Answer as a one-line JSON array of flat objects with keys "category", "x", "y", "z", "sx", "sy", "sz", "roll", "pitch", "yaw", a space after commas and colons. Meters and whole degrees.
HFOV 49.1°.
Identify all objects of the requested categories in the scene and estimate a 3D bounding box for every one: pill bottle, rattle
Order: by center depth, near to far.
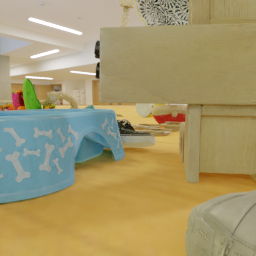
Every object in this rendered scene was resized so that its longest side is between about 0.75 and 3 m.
[{"category": "rattle", "x": -1.951, "y": -0.444, "z": 9.500, "sx": 1.836, "sy": 1.195, "sz": 1.311, "roll": 26, "pitch": 7, "yaw": -22}, {"category": "pill bottle", "x": 1.224, "y": -1.019, "z": 13.660, "sx": 0.931, "sy": 0.931, "sz": 1.704, "roll": 5, "pitch": 8, "yaw": 42}]

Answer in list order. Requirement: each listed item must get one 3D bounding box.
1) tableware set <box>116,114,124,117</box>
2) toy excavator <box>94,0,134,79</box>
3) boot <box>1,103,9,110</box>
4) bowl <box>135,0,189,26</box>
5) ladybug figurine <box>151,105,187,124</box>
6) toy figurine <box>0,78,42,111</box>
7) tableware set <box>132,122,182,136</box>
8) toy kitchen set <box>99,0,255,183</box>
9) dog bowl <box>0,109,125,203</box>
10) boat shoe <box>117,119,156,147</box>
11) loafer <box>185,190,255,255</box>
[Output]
[{"category": "tableware set", "x": -0.708, "y": -0.628, "z": 13.927, "sx": 0.853, "sy": 0.119, "sz": 1.022, "roll": -1, "pitch": 5, "yaw": -24}, {"category": "toy excavator", "x": -0.198, "y": -1.998, "z": 6.325, "sx": 0.793, "sy": 1.544, "sz": 1.588, "roll": 8, "pitch": 41, "yaw": 4}, {"category": "boot", "x": -5.107, "y": -0.561, "z": 10.109, "sx": 2.610, "sy": 0.904, "sz": 2.272, "roll": 10, "pitch": 6, "yaw": 23}, {"category": "bowl", "x": 1.326, "y": -2.622, "z": 4.994, "sx": 2.374, "sy": 2.374, "sz": 1.114, "roll": 1, "pitch": 26, "yaw": 10}, {"category": "ladybug figurine", "x": 1.318, "y": -0.389, "z": 8.610, "sx": 1.210, "sy": 0.641, "sz": 1.782, "roll": 1, "pitch": 6, "yaw": 6}, {"category": "toy figurine", "x": -3.761, "y": -0.581, "z": 8.685, "sx": 1.780, "sy": 1.452, "sz": 1.934, "roll": -10, "pitch": -13, "yaw": -4}, {"category": "tableware set", "x": 0.540, "y": -0.032, "z": 7.094, "sx": 1.645, "sy": 0.228, "sz": 1.969, "roll": 4, "pitch": 7, "yaw": 36}, {"category": "toy kitchen set", "x": 0.632, "y": -0.527, "z": 3.274, "sx": 1.570, "sy": 1.924, "sz": 1.736, "roll": 2, "pitch": 6, "yaw": 8}, {"category": "dog bowl", "x": -1.002, "y": 0.123, "z": 3.278, "sx": 1.487, "sy": 0.662, "sz": 2.669, "roll": 2, "pitch": 5, "yaw": 21}, {"category": "boat shoe", "x": -0.154, "y": 0.062, "z": 4.581, "sx": 1.338, "sy": 0.426, "sz": 0.473, "roll": 3, "pitch": -11, "yaw": 32}, {"category": "loafer", "x": 0.845, "y": 0.431, "z": 1.357, "sx": 1.288, "sy": 0.450, "sz": 0.449, "roll": -13, "pitch": 15, "yaw": -33}]
